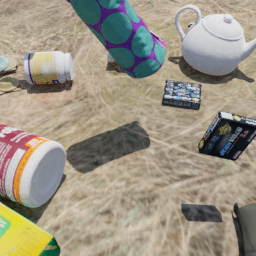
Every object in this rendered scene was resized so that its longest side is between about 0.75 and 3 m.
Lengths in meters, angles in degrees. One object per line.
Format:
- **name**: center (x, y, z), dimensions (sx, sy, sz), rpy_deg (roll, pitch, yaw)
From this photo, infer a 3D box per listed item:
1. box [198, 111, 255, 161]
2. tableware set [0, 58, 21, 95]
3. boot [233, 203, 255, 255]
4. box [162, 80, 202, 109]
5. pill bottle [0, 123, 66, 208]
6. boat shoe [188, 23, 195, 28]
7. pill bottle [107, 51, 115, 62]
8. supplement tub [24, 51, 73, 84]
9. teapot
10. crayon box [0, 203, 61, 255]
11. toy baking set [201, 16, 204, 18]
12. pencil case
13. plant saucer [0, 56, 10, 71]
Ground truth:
- **box**: center (1.966, 0.183, 5.510), dimensions (0.828, 1.042, 0.240), rpy_deg (13, 45, -6)
- **tableware set**: center (-4.913, -1.790, 10.043), dimensions (1.980, 0.275, 2.370), rpy_deg (-15, 48, -15)
- **boot**: center (3.787, 2.394, 5.706), dimensions (2.928, 1.134, 2.025), rpy_deg (2, 43, 1)
- **box**: center (1.824, -1.156, 9.433), dimensions (1.268, 0.292, 1.008), rpy_deg (8, 48, 8)
- **pill bottle**: center (-3.108, 0.714, 6.821), dimensions (2.800, 1.598, 1.598), rpy_deg (17, 50, 14)
- **boat shoe**: center (2.993, -4.267, 12.236), dimensions (0.339, 0.377, 1.066), rpy_deg (-32, 56, -28)
- **pill bottle**: center (0.111, -2.848, 10.503), dimensions (1.714, 0.993, 0.993), rpy_deg (4, 48, 3)
- **supplement tub**: center (-2.728, -2.093, 9.751), dimensions (1.502, 1.092, 1.092), rpy_deg (-3, 48, -3)
- **teapot**: center (3.171, -3.253, 10.109), dimensions (2.463, 1.799, 2.431), rpy_deg (-9, 54, -18)
- **crayon box**: center (-3.059, 2.417, 5.791), dimensions (2.810, 0.819, 1.669), rpy_deg (22, 51, 19)
- **toy baking set**: center (3.981, -5.071, 13.118), dimensions (1.038, 0.157, 1.352), rpy_deg (-18, 50, -16)
- **pencil case**: center (-0.190, -2.357, 6.236), dimensions (1.253, 2.712, 1.154), rpy_deg (-33, 46, 15)
- **plant saucer**: center (-4.958, -2.417, 10.349), dimensions (1.094, 0.211, 1.094), rpy_deg (0, 47, 0)
